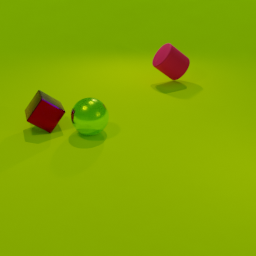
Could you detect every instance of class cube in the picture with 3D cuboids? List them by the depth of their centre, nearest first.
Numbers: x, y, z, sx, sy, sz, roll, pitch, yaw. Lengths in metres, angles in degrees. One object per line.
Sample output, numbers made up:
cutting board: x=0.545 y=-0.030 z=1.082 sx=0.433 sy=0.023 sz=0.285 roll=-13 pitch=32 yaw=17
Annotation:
cube: x=-2.481 y=-0.497 z=8.346 sx=0.812 sy=0.812 sz=0.812 roll=31 pitch=10 yaw=-34

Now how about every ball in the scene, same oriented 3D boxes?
ball: x=-1.101 y=-0.333 z=8.093 sx=1.101 sy=1.101 sz=1.101 roll=0 pitch=28 yaw=0

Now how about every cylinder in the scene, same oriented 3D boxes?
cylinder: x=1.819 y=-2.794 z=11.870 sx=1.149 sy=1.149 sz=1.149 roll=29 pitch=16 yaw=-27
